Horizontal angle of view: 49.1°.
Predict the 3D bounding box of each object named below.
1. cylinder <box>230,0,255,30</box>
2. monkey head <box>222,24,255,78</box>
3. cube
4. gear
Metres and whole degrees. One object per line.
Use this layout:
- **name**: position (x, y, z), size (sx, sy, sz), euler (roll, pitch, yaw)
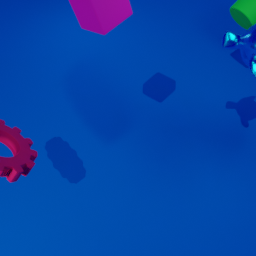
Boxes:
- **cylinder**: position (3.358, -3.241, 7.509), size (0.865, 0.865, 0.865), euler (-45, 66, 10)
- **monkey head**: position (2.199, -1.514, 4.928), size (0.918, 0.769, 1.276), euler (9, 98, -6)
- **cube**: position (-0.524, -2.320, 5.181), size (0.772, 0.772, 0.772), euler (-43, 47, -18)
- **gear**: position (-2.711, 0.401, 5.794), size (1.636, 1.636, 0.303), euler (48, 111, 23)
